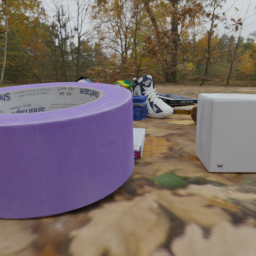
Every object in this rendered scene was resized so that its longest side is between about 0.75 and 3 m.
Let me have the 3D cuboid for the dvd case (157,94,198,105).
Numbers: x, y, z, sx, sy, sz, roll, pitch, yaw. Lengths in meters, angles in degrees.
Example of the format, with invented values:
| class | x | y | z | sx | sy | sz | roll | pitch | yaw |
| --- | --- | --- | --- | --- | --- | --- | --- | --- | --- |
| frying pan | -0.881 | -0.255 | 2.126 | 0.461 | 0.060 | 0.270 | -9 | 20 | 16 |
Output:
| class | x | y | z | sx | sy | sz | roll | pitch | yaw |
| --- | --- | --- | --- | --- | --- | --- | --- | --- | --- |
| dvd case | 2.243 | -1.465 | 14.097 | 2.302 | 0.285 | 1.730 | -6 | 18 | -42 |

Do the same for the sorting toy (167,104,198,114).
| class | x | y | z | sx | sy | sz | roll | pitch | yaw |
| --- | --- | --- | --- | --- | --- | --- | --- | --- | --- |
| sorting toy | 3.195 | -0.959 | 13.777 | 2.449 | 0.447 | 2.267 | 8 | 13 | 18 |

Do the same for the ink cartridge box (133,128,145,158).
| class | x | y | z | sx | sy | sz | roll | pitch | yaw |
| --- | --- | --- | --- | --- | --- | --- | --- | --- | --- |
| ink cartridge box | -0.560 | 0.379 | 6.569 | 1.828 | 0.403 | 1.862 | 1 | 15 | 7 |

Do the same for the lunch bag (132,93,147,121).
| class | x | y | z | sx | sy | sz | roll | pitch | yaw |
| --- | --- | --- | --- | --- | --- | --- | --- | --- | --- |
| lunch bag | -0.043 | -0.939 | 11.663 | 1.640 | 1.085 | 1.114 | 4 | 11 | 17 |

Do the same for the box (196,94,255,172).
| class | x | y | z | sx | sy | sz | roll | pitch | yaw |
| --- | --- | --- | --- | --- | --- | --- | --- | --- | --- |
| box | 2.162 | 0.047 | 5.561 | 1.405 | 1.398 | 1.204 | 0 | 11 | 3 |

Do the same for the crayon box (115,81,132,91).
| class | x | y | z | sx | sy | sz | roll | pitch | yaw |
| --- | --- | --- | --- | --- | --- | --- | --- | --- | --- |
| crayon box | -0.452 | -1.419 | 12.996 | 0.462 | 1.586 | 1.368 | 37 | 22 | 12 |

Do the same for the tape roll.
| class | x | y | z | sx | sy | sz | roll | pitch | yaw |
| --- | --- | --- | --- | --- | --- | --- | --- | --- | --- |
| tape roll | -1.397 | 0.088 | 4.693 | 2.995 | 1.273 | 2.995 | -1 | 18 | 0 |

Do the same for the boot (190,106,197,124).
| class | x | y | z | sx | sy | sz | roll | pitch | yaw |
| --- | --- | --- | --- | --- | --- | --- | --- | --- | --- |
| boot | 3.064 | -0.367 | 10.082 | 0.929 | 0.650 | 1.732 | -4 | 20 | -35 |

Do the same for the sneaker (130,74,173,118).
| class | x | y | z | sx | sy | sz | roll | pitch | yaw |
| --- | --- | --- | --- | --- | --- | --- | --- | --- | --- |
| sneaker | 0.942 | -1.477 | 12.089 | 0.966 | 1.574 | 2.419 | -22 | 36 | -29 |

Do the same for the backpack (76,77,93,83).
| class | x | y | z | sx | sy | sz | roll | pitch | yaw |
| --- | --- | --- | --- | --- | --- | --- | --- | --- | --- |
| backpack | -2.948 | -2.457 | 18.805 | 1.343 | 1.743 | 1.660 | 18 | 19 | 18 |
